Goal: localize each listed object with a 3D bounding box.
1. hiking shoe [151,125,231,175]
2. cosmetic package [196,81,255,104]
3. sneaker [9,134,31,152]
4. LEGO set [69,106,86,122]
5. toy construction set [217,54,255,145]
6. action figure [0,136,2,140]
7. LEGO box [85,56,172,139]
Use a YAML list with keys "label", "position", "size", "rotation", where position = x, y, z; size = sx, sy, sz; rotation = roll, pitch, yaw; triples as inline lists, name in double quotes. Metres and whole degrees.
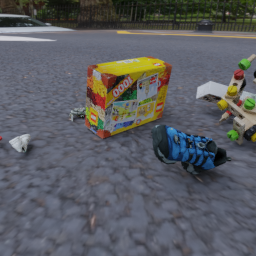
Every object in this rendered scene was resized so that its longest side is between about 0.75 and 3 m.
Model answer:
- label: "hiking shoe"
  position: [1.164, 0.321, 5.178]
  size: [0.855, 0.733, 1.972]
  rotation: [-20, -28, 32]
- label: "cosmetic package"
  position: [3.154, -0.989, 8.981]
  size: [1.752, 0.444, 0.723]
  rotation: [12, -9, -16]
- label: "sneaker"
  position: [-2.520, 0.393, 6.684]
  size: [0.329, 0.387, 0.875]
  rotation: [-30, 5, 5]
- label: "LEGO set"
  position: [-1.478, -0.588, 9.074]
  size: [0.824, 0.359, 1.268]
  rotation: [2, 24, 5]
- label: "toy construction set"
  position: [2.923, -0.397, 7.398]
  size: [1.677, 1.820, 2.182]
  rotation: [-41, -9, -8]
- label: "action figure"
  position: [-3.615, 0.417, 6.402]
  size: [0.376, 0.476, 1.454]
  rotation: [-17, 11, 30]
- label: "LEGO box"
  position: [0.011, -0.945, 7.975]
  size: [2.376, 1.770, 0.917]
  rotation: [-20, 40, -38]
